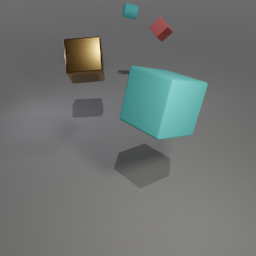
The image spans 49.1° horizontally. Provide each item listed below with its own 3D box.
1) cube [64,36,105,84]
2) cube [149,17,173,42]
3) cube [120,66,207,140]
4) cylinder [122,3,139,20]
[{"bbox_3d":[-1.722,-2.697,11.305,1.400,1.400,1.400,-5,-7,-2],"label":"cube"},{"bbox_3d":[1.583,-4.688,13.337,0.700,0.700,0.700,7,49,-61],"label":"cube"},{"bbox_3d":[0.858,-0.655,6.983,1.400,1.400,1.400,-5,24,-44],"label":"cube"},{"bbox_3d":[0.122,-6.055,14.545,0.700,0.700,0.700,10,29,-12],"label":"cylinder"}]
